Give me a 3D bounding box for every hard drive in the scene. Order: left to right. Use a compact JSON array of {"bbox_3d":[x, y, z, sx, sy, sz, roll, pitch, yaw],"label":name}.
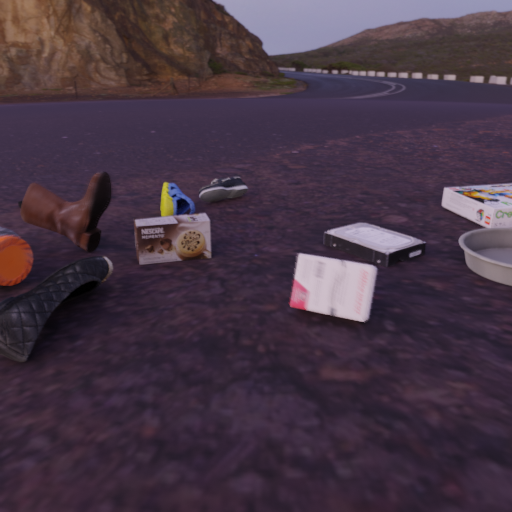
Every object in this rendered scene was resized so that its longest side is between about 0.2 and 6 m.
[{"bbox_3d":[2.434,-0.275,11.632,1.225,0.332,1.753,-14,23,-34],"label":"hard drive"}]

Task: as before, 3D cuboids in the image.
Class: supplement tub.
[{"bbox_3d":[-4.824,-0.040,9.839,1.741,1.066,1.066,11,23,32],"label":"supplement tub"}]

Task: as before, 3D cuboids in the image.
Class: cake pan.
[{"bbox_3d":[5.115,0.033,10.586,2.486,0.456,2.486,0,20,0],"label":"cake pan"}]

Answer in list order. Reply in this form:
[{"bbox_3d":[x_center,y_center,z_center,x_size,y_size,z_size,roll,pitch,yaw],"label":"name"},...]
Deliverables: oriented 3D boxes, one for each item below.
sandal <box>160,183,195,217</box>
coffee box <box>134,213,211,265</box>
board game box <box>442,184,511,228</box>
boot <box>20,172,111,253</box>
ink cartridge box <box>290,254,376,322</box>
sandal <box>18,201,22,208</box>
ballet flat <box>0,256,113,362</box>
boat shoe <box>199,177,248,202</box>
[{"bbox_3d":[-1.999,-1.336,14.116,0.798,0.729,1.834,3,26,-14],"label":"sandal"},{"bbox_3d":[-1.656,-0.347,11.105,1.440,0.814,0.575,-5,21,-15],"label":"coffee box"},{"bbox_3d":[6.692,-1.310,14.059,3.284,0.568,2.073,-5,22,-14],"label":"board game box"},{"bbox_3d":[-3.981,-1.192,11.472,1.941,1.809,0.623,26,21,19],"label":"boot"},{"bbox_3d":[1.203,0.478,8.633,1.169,0.846,0.493,10,1,19],"label":"ink cartridge box"},{"bbox_3d":[-5.421,-1.339,14.263,2.215,0.499,0.832,18,27,40],"label":"sandal"},{"bbox_3d":[-3.037,0.738,8.578,0.831,0.972,2.924,47,26,-3],"label":"ballet flat"},{"bbox_3d":[-0.972,-1.862,15.391,1.656,0.626,0.500,-10,66,-47],"label":"boat shoe"}]
